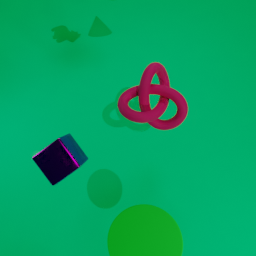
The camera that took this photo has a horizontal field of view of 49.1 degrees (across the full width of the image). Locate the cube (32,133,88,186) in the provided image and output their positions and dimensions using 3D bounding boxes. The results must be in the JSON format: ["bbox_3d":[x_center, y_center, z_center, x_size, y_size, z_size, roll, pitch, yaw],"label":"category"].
[{"bbox_3d":[-1.434,0.659,6.052,0.744,0.744,0.744,-36,92,9],"label":"cube"}]

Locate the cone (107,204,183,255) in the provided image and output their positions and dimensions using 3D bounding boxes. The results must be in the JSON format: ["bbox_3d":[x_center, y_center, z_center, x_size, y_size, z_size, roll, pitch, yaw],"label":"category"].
[{"bbox_3d":[0.291,1.648,4.432,1.062,1.066,1.062,-1,85,6],"label":"cone"}]

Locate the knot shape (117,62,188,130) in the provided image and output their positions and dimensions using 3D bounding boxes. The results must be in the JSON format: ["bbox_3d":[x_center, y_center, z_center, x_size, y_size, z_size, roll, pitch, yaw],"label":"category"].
[{"bbox_3d":[0.612,-0.765,6.441,1.585,0.732,1.483,11,84,-14],"label":"knot shape"}]
